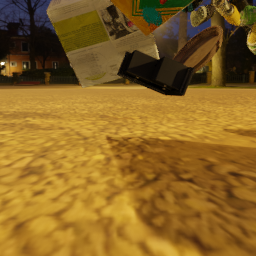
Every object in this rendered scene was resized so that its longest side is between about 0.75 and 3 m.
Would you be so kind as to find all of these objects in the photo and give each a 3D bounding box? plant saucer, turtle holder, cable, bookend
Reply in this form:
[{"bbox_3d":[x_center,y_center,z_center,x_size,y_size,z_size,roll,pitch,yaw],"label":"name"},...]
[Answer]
[{"bbox_3d":[2.292,-2.521,9.534,0.334,2.270,2.270,40,-5,-20],"label":"plant saucer"},{"bbox_3d":[3.284,-2.065,6.329,1.629,1.238,1.157,-5,8,-28],"label":"turtle holder"},{"bbox_3d":[3.132,-3.013,7.885,0.742,1.431,2.947,-24,-36,29],"label":"cable"},{"bbox_3d":[0.412,-0.914,4.580,0.991,0.460,0.998,21,3,-11],"label":"bookend"}]

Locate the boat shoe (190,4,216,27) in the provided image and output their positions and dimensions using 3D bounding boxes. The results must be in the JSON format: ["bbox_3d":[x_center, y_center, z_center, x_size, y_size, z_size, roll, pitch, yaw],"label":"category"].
[{"bbox_3d":[1.733,-2.622,6.547,0.316,0.374,1.049,-17,12,-1],"label":"boat shoe"}]

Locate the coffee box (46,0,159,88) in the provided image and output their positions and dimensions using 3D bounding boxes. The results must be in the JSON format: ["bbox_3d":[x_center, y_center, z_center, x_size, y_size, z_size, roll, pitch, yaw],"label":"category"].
[{"bbox_3d":[-0.573,-3.012,8.232,2.441,2.414,2.437,-14,40,9],"label":"coffee box"}]

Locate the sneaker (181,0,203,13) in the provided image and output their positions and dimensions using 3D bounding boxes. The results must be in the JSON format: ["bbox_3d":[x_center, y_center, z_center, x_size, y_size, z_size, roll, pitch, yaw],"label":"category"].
[{"bbox_3d":[1.826,-3.434,5.784,0.874,0.978,2.387,39,-23,-18],"label":"sneaker"}]

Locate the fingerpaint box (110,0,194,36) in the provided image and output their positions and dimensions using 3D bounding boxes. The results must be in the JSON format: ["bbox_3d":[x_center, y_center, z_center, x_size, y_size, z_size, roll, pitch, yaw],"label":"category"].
[{"bbox_3d":[0.954,-2.561,3.704,0.815,2.222,1.854,40,-20,-17],"label":"fingerpaint box"}]
